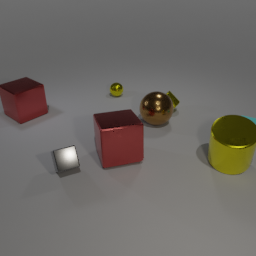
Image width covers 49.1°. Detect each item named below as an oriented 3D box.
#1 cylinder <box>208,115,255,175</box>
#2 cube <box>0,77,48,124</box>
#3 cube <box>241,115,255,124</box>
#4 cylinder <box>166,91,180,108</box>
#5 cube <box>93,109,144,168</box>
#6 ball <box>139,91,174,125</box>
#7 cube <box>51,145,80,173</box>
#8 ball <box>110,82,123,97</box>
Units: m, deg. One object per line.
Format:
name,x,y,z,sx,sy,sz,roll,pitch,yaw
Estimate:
cylinder,3.321,0.536,8.951,1.400,1.400,1.400,-5,46,5
cube,-4.549,-1.243,12.213,1.400,1.400,1.400,25,39,35
cube,4.588,0.025,10.786,0.700,0.700,0.700,16,34,24
cylinder,1.843,-1.192,12.567,0.700,0.700,0.700,46,38,-4
cube,-0.337,0.311,9.488,1.400,1.400,1.400,-8,26,-14
ball,1.170,-0.804,11.527,1.400,1.400,1.400,0,31,0
cube,-2.009,0.984,8.931,0.700,0.700,0.700,-14,-1,-22
ball,-0.576,-1.934,14.065,0.700,0.700,0.700,0,31,0
